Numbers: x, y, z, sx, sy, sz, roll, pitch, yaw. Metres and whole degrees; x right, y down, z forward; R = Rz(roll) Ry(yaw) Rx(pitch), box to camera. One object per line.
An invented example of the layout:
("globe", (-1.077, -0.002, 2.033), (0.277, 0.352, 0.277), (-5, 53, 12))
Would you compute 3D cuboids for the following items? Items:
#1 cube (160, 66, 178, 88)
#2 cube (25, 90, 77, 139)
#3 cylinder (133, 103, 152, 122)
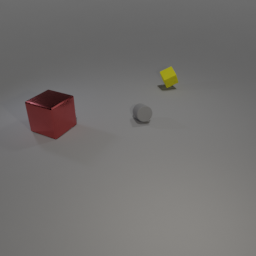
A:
("cube", (2.214, -2.732, 15.074), (0.700, 0.700, 0.700), (-25, 55, 6))
("cube", (-3.161, -0.601, 11.655), (1.400, 1.400, 1.400), (16, 35, 24))
("cylinder", (0.631, -0.686, 12.328), (0.700, 0.700, 0.700), (-9, 18, -14))
